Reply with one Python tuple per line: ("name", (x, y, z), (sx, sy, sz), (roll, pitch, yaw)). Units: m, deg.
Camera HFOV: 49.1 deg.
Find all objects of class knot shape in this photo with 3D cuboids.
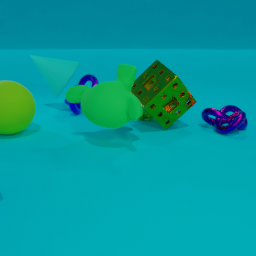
("knot shape", (2.612, -0.250, 7.225), (1.139, 0.562, 1.217), (-9, 19, -29))
("knot shape", (-1.552, -1.019, 9.001), (1.400, 0.647, 1.310), (-57, 10, -26))

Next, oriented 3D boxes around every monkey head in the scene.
("monkey head", (-0.334, -0.702, 5.910), (1.942, 1.397, 1.170), (17, 11, 32))

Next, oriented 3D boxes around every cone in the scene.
("cone", (-2.519, -1.929, 9.018), (1.400, 1.394, 1.394), (33, 10, -16))

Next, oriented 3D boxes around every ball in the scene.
("ball", (-2.888, -0.490, 6.716), (1.283, 1.283, 1.283), (0, 17, 0))

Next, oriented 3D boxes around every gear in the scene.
("gear", (0.685, -0.647, 8.281), (1.120, 0.207, 1.120), (-12, 39, 10))

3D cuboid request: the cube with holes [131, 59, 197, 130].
("cube with holes", (0.851, -0.847, 7.130), (1.060, 1.060, 1.060), (41, 10, -40))
